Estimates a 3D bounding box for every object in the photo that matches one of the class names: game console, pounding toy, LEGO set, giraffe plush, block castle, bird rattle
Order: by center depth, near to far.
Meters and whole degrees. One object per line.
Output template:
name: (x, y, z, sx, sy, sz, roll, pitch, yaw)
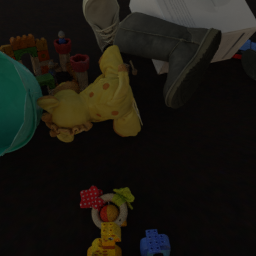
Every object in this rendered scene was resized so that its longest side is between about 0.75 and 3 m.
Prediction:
LEGO set: (-0.038, 1.946, 4.244, 2.308, 0.947, 0.880, -3, 40, -4)
bird rattle: (-0.384, 1.453, 5.176, 1.030, 0.580, 0.840, -5, 57, -1)
giraffe plush: (-0.874, -0.504, 6.405, 2.008, 2.137, 2.477, -16, 25, 0)
block castle: (-2.768, -1.767, 8.178, 2.943, 1.381, 1.967, -20, 44, -22)
pounding toy: (-0.129, -1.751, 8.697, 0.894, 0.409, 0.785, 25, 53, 19)
game console: (4.541, -3.014, 10.472, 1.585, 0.278, 1.792, 12, 43, 14)

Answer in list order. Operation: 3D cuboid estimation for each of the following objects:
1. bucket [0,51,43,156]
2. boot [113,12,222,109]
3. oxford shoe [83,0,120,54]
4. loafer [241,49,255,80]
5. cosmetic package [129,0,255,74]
bucket: (-3.050, -0.499, 5.740, 2.569, 2.569, 1.672, 0, 5, 0)
boot: (0.670, -1.921, 7.259, 2.756, 1.000, 2.505, 25, 68, 26)
oxford shoe: (-0.678, -3.276, 9.057, 1.127, 2.999, 0.866, -22, 74, -2)
loafer: (4.355, -1.768, 8.844, 0.642, 0.733, 2.040, 4, 43, -26)
cosmetic package: (1.988, -3.702, 9.241, 2.969, 1.825, 2.960, -14, 73, -17)
